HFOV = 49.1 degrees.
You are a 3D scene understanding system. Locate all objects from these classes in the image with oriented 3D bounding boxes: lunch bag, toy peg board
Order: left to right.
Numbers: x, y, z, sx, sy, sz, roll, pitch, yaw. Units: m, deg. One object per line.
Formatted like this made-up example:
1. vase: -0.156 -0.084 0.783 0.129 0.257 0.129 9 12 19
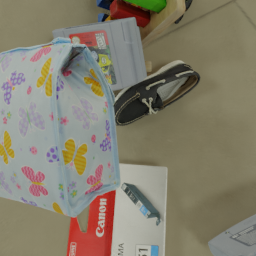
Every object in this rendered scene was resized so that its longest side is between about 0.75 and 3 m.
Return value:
1. lunch bag: -1.327 -0.093 4.655 2.105 1.578 2.483 1 104 33
2. toy peg board: -0.149 -3.617 7.331 1.396 2.843 2.855 6 72 -32

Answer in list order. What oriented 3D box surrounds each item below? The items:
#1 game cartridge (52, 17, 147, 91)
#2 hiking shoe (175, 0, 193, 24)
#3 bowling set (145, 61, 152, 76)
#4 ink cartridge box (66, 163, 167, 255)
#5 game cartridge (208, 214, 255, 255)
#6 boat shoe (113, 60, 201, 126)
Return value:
1. game cartridge: -0.786 -1.824 7.311 2.586 1.721 0.529 5 34 33
2. hiking shoe: 1.620 -3.901 8.800 0.605 0.455 1.203 32 78 5
3. bowling set: 0.380 -1.464 8.043 0.617 1.150 0.800 -2 109 6
4. ink cartridge box: -0.286 2.296 7.063 2.433 0.617 2.761 4 75 0
5. game cartridge: 3.367 2.354 6.354 2.857 1.905 0.578 -22 87 -8
6. boat shoe: 0.734 -0.852 7.637 2.766 1.022 0.835 -32 46 -14
